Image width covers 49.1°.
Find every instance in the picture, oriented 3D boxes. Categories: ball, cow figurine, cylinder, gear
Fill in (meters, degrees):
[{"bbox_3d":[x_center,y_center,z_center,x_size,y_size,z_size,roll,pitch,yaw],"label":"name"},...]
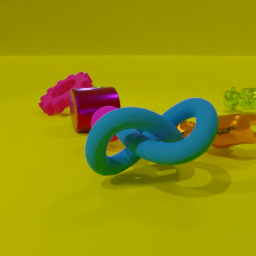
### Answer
[{"bbox_3d":[-0.383,-0.079,5.691,0.734,0.734,0.734,0,16,0],"label":"ball"},{"bbox_3d":[3.711,-0.918,8.675,1.432,0.786,1.409,-2,7,11],"label":"cow figurine"},{"bbox_3d":[-0.842,-0.471,7.013,1.069,1.069,1.069,-6,17,-20],"label":"cylinder"},{"bbox_3d":[-2.002,-1.142,9.019,1.828,0.338,1.828,-22,33,15],"label":"gear"},{"bbox_3d":[1.610,0.066,5.337,1.382,0.771,1.404,3,-10,-31],"label":"cow figurine"}]

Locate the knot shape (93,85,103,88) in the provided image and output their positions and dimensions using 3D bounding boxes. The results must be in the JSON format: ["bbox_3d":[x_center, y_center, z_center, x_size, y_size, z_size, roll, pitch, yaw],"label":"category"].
[{"bbox_3d":[-1.197,-1.105,9.731,1.090,1.165,0.538,8,-28,2],"label":"knot shape"}]

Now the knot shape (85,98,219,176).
[{"bbox_3d":[0.458,0.107,4.187,1.806,0.892,1.930,-15,-5,33],"label":"knot shape"}]
